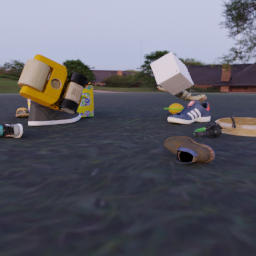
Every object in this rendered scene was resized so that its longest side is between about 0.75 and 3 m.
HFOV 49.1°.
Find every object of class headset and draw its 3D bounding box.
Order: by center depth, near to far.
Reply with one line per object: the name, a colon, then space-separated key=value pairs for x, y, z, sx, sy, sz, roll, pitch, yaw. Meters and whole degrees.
headset: x=2.492 y=-0.023 z=8.116 sx=1.190 sy=0.559 sz=0.735 roll=-9 pitch=6 yaw=20

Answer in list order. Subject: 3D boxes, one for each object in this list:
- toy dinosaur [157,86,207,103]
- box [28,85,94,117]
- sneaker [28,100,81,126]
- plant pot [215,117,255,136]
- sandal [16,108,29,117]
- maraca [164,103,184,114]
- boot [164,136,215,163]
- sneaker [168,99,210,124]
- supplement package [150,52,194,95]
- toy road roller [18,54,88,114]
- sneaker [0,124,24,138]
toy dinosaur: x=2.203 y=-1.761 z=12.515 sx=2.599 sy=1.146 sz=0.617 roll=26 pitch=65 yaw=34
box: x=-3.131 y=-1.229 z=12.904 sx=2.297 sy=1.455 sz=2.384 roll=-7 pitch=11 yaw=-35
sneaker: x=-2.770 y=-0.807 z=10.925 sx=0.878 sy=1.232 sz=2.484 roll=4 pitch=8 yaw=35
plant pot: x=3.993 y=-0.088 z=9.290 sx=2.423 sy=0.333 sz=2.423 roll=0 pitch=8 yaw=0
sandal: x=-4.901 y=-0.742 z=13.052 sx=0.646 sy=0.434 sz=1.607 roll=-4 pitch=10 yaw=-22
maraca: x=2.310 y=-0.953 z=14.010 sx=1.052 sy=0.563 sz=0.721 roll=6 pitch=3 yaw=40
boot: x=1.071 y=0.426 z=5.644 sx=0.584 sy=0.450 sz=1.205 roll=-5 pitch=12 yaw=-42
sneaker: x=2.421 y=-0.670 z=11.101 sx=2.140 sy=0.905 sz=0.802 roll=-7 pitch=12 yaw=-36
supplement package: x=1.677 y=-2.007 z=10.542 sx=0.935 sy=0.923 sz=1.542 roll=-26 pitch=-21 yaw=24
toy road roller: x=-2.572 y=-1.300 z=9.418 sx=2.181 sy=1.340 sz=1.592 roll=24 pitch=-17 yaw=-29
sneaker: x=-3.426 y=0.060 z=7.831 sx=1.099 sy=0.460 sz=0.664 roll=-2 pitch=0 yaw=45
